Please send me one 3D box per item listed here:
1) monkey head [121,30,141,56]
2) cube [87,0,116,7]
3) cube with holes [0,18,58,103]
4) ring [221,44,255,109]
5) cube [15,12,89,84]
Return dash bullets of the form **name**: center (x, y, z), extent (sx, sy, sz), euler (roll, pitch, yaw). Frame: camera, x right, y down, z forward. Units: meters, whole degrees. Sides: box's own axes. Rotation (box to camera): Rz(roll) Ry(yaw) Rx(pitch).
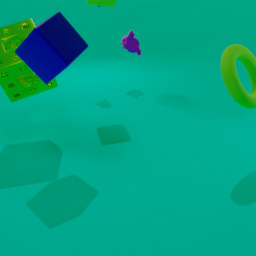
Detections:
- **monkey head**: center (0.199, -3.613, 11.702), extent (0.741, 0.885, 1.230), euler (2, 53, -34)
- **cube**: center (-0.794, -4.412, 8.645), extent (0.872, 0.872, 0.872), euler (0, -15, -14)
- **cube with holes**: center (-2.791, -1.738, 7.328), extent (1.317, 1.317, 1.317), euler (-22, 65, -13)
- **ring**: center (2.656, -1.185, 6.415), extent (1.537, 1.537, 0.307), euler (-27, 4, -41)
- **cube**: center (-1.636, -1.720, 6.078), extent (0.943, 0.943, 0.943), euler (-25, 26, 40)
